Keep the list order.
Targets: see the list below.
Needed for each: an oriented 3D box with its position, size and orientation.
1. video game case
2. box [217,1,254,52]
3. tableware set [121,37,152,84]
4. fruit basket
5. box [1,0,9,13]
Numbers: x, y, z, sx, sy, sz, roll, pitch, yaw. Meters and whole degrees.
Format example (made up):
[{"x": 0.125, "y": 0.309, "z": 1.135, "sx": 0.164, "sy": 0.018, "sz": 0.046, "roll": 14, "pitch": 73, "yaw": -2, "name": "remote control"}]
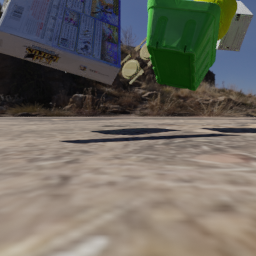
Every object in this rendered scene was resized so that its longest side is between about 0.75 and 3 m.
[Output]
[{"x": -1.314, "y": -2.284, "z": 6.065, "sx": 2.313, "sy": 2.552, "sz": 0.580, "roll": 13, "pitch": -38, "yaw": -18, "name": "video game case"}, {"x": 3.821, "y": -3.888, "z": 10.611, "sx": 0.941, "sy": 1.433, "sz": 1.440, "roll": 3, "pitch": 43, "yaw": -4, "name": "box"}, {"x": 0.573, "y": -2.812, "z": 11.875, "sx": 1.943, "sy": 1.284, "sz": 0.389, "roll": -42, "pitch": -33, "yaw": 16, "name": "tableware set"}, {"x": 1.922, "y": -2.962, "z": 8.486, "sx": 2.269, "sy": 3.146, "sz": 3.146, "roll": 15, "pitch": 7, "yaw": 18, "name": "fruit basket"}, {"x": -2.192, "y": -3.088, "z": 8.485, "sx": 2.648, "sy": 0.650, "sz": 2.134, "roll": 13, "pitch": 18, "yaw": -43, "name": "box"}]
